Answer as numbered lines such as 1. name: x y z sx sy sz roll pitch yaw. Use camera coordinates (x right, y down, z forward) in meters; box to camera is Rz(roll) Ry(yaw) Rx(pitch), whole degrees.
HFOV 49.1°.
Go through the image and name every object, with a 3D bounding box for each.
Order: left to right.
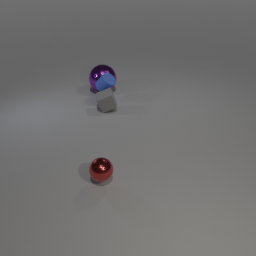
1. ball: -0.768 1.192 8.050 0.700 0.700 0.700 0 30 0
2. ball: -1.277 -2.502 14.176 1.400 1.400 1.400 0 30 0
3. cylinder: -1.040 -2.087 13.005 0.700 0.700 0.700 24 48 -29
4. cube: -0.941 -1.223 12.359 0.700 0.700 0.700 -21 37 7
